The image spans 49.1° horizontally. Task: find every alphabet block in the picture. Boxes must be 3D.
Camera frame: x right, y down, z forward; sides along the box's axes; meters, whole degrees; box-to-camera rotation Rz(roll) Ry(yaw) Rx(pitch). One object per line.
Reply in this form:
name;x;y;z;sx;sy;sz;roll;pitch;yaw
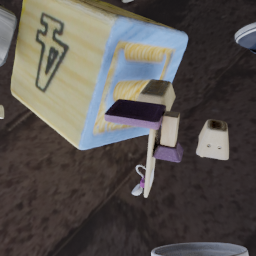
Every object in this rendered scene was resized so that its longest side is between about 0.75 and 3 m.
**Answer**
alphabet block;-0.764;-1.531;6.865;2.870;2.804;2.819;35;116;31

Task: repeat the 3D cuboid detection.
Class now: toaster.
toaster;-3.137;-2.015;5.968;0.893;1.016;1.572;18;91;22

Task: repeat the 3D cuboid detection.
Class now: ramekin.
ramekin;1.367;2.793;5.302;1.805;1.805;0.947;-2;75;-1

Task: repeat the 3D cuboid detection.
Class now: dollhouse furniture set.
dollhouse furniture set;0.806;0.196;5.305;1.862;1.668;2.350;9;27;13

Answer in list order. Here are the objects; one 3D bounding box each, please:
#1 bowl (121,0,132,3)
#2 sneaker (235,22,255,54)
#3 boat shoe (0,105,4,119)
bowl;-0.056;-4.144;7.432;2.286;2.286;1.230;-30;96;-10
sneaker;3.744;-2.028;6.729;2.266;0.889;0.900;-4;79;-6
boat shoe;-3.339;-0.475;6.809;0.367;1.232;0.443;-3;82;-11
